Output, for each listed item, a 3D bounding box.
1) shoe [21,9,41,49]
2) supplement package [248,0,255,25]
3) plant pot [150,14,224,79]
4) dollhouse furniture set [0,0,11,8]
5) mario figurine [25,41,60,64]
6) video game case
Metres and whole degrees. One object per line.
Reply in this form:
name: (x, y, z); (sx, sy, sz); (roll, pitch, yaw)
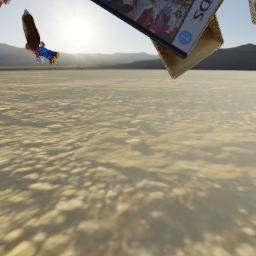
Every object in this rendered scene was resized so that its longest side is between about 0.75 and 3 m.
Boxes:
shoe: (-1.927, -1.950, 5.558); (0.295, 0.843, 0.225); (-19, 60, -20)
supplement package: (3.740, -3.047, 5.932); (1.370, 1.360, 1.806); (-45, 43, -10)
plant pot: (1.563, -3.219, 9.059); (2.022, 2.025, 1.792); (-35, 49, 7)
dollhouse furniture set: (-3.184, -3.178, 6.848); (1.238, 0.504, 0.666); (-26, 13, 43)
mario figurine: (-3.066, -2.673, 9.923); (1.256, 0.666, 0.775); (29, 23, 6)
video game case: (0.480, -2.529, 4.208); (2.284, 2.064, 0.291); (32, 26, 1)
